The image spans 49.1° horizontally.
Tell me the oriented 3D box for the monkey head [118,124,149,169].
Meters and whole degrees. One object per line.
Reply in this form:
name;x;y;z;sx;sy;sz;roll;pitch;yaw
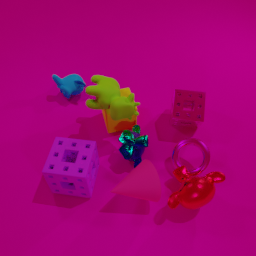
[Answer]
monkey head;0.252;0.475;7.767;0.986;0.826;1.371;-12;71;30

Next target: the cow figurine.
cow figurine;-0.396;-0.856;7.799;1.522;0.849;1.547;8;39;3

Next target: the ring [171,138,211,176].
ring;1.714;0.796;7.646;1.073;0.215;1.073;-4;78;22

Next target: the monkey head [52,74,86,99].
monkey head;-1.969;-1.544;9.391;0.844;1.008;1.401;-42;32;-10

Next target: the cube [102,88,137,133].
cube;-0.289;-0.543;8.685;0.925;0.925;0.925;-12;54;-9

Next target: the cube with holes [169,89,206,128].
cube with holes;1.792;-0.572;8.523;0.907;0.907;0.907;6;80;5

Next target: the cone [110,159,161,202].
cone;0.076;1.433;6.911;1.101;1.097;1.097;-11;53;-21

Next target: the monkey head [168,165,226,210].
monkey head;1.582;1.441;7.022;1.564;0.943;1.125;-27;74;-7

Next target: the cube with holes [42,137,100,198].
cube with holes;-1.428;1.035;7.337;1.081;1.081;1.081;6;51;6
